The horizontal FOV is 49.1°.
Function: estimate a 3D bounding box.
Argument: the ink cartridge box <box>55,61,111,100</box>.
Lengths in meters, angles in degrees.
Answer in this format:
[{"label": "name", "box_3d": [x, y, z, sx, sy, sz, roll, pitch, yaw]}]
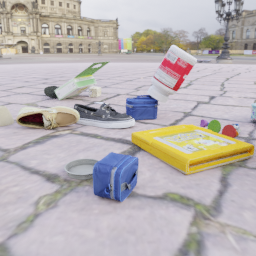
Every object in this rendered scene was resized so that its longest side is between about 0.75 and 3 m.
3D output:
[{"label": "ink cartridge box", "box_3d": [-2.313, -2.585, 15.226, 2.884, 0.691, 2.098, -26, 4, 26]}]

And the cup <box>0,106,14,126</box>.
[{"label": "cup", "box_3d": [-4.793, -0.476, 10.502, 0.897, 0.642, 0.897, -1, 16, 0]}]

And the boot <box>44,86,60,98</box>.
[{"label": "boot", "box_3d": [-4.337, -2.061, 16.119, 1.339, 0.694, 2.050, 3, 9, 31]}]

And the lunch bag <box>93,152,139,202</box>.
[{"label": "lunch bag", "box_3d": [-0.190, 0.951, 5.498, 0.700, 0.719, 1.058, 6, 18, 21]}]

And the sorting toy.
[{"label": "sorting toy", "box_3d": [3.051, 0.037, 9.217, 0.516, 0.520, 1.499, 10, 10, -33]}]

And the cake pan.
[{"label": "cake pan", "box_3d": [-1.014, 0.949, 6.490, 0.905, 0.166, 0.905, 0, 16, 0]}]

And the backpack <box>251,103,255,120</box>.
[{"label": "backpack", "box_3d": [5.465, -0.686, 10.427, 1.601, 1.206, 1.422, -11, 18, -16]}]

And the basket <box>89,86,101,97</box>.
[{"label": "basket", "box_3d": [-1.885, -2.086, 16.158, 0.495, 0.544, 0.803, 6, 17, 13]}]

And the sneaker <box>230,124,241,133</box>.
[{"label": "sneaker", "box_3d": [3.377, 0.042, 9.192, 0.799, 0.340, 0.308, -16, 10, -34]}]

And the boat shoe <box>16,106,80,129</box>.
[{"label": "boat shoe", "box_3d": [-2.819, -0.288, 9.850, 2.176, 0.805, 0.722, -1, 30, 0]}]

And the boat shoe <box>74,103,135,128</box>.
[{"label": "boat shoe", "box_3d": [-0.940, -0.531, 10.343, 2.494, 0.826, 0.872, 8, 18, 24]}]

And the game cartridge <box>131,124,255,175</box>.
[{"label": "game cartridge", "box_3d": [1.684, 0.426, 7.835, 2.296, 0.423, 2.605, -9, 20, -28]}]

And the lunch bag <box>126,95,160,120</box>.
[{"label": "lunch bag", "box_3d": [0.608, -0.872, 11.345, 1.382, 0.914, 0.939, -4, 17, -10]}]

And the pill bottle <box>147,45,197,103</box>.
[{"label": "pill bottle", "box_3d": [1.631, -2.027, 10.772, 1.138, 2.027, 1.138, 28, 20, -11]}]
